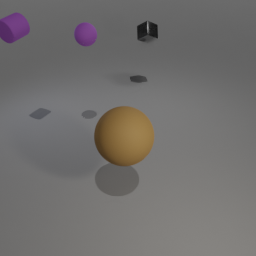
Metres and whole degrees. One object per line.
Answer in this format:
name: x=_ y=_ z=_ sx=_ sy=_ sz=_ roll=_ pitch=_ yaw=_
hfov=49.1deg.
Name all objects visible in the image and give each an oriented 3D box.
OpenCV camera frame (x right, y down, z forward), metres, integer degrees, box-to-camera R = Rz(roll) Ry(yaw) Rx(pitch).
cube: x=0.904 y=-4.430 z=12.981 sx=0.700 sy=0.700 sz=0.700 roll=2 pitch=-6 yaw=-42
ball: x=-0.087 y=0.191 z=6.540 sx=1.400 sy=1.400 sz=1.400 roll=0 pitch=32 yaw=0
ball: x=-1.297 y=-2.859 z=8.571 sx=0.700 sy=0.700 sz=0.700 roll=0 pitch=32 yaw=0
cylinder: x=-3.463 y=-3.013 z=8.432 sx=0.700 sy=0.700 sz=0.700 roll=16 pitch=45 yaw=23
